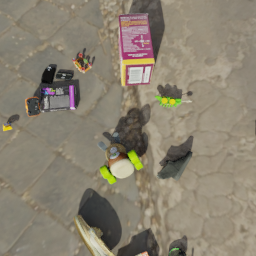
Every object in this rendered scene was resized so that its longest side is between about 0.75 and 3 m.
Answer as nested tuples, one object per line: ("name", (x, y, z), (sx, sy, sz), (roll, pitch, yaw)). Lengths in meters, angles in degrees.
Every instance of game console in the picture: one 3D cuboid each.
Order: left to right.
("game console", (-2.963, -2.160, 11.720), (1.271, 0.153, 0.750), (7, 69, 4))

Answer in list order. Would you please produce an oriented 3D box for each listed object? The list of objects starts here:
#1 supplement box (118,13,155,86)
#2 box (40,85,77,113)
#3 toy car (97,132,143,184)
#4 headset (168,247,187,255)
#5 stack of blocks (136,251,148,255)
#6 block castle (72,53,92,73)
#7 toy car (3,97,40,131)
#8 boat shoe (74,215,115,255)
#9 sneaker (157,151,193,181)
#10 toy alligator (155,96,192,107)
("supplement box", (0.278, -3.138, 11.347), (1.245, 1.580, 2.413), (-4, 69, -3))
("box", (-2.797, -1.175, 11.271), (1.420, 0.256, 1.015), (-5, 68, -3))
("toy car", (-0.443, 0.921, 10.000), (1.327, 1.275, 1.616), (-28, 59, 0))
("headset", (1.726, 4.279, 9.121), (0.866, 0.407, 0.535), (25, 67, 25))
("stack of blocks", (0.154, 4.560, 8.909), (1.293, 0.379, 0.745), (-22, 70, -8))
("block castle", (-1.947, -2.749, 11.835), (0.521, 0.366, 0.780), (-39, 73, -14))
("toy car", (-4.205, -0.647, 10.818), (1.681, 0.824, 0.559), (-30, 39, -18))
("boat shoe", (-1.104, 3.630, 9.181), (0.637, 0.711, 1.920), (-29, 72, -25))
("sneaker", (1.701, 1.325, 10.155), (0.760, 0.438, 1.457), (30, 79, 9))
("toy alligator", (1.780, -0.998, 11.141), (1.504, 0.446, 0.408), (8, 108, -1))
